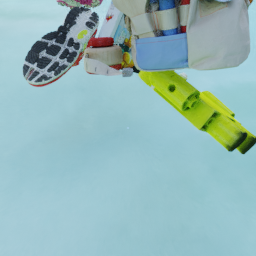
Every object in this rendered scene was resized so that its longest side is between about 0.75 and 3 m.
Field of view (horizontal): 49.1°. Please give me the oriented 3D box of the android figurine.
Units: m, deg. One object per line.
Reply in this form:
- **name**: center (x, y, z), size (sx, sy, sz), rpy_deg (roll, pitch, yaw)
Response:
- **android figurine**: center (0.843, -0.390, 3.698), size (1.665, 0.376, 1.829), rpy_deg (13, 31, -52)

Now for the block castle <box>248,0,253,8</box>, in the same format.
- **block castle**: center (2.143, -2.550, 5.624), size (0.560, 1.194, 0.798), rpy_deg (33, 6, 15)

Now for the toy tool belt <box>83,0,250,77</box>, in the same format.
- **toy tool belt**: center (0.341, -1.088, 2.668), size (1.650, 1.014, 1.030), rpy_deg (-3, 21, 5)

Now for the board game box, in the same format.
- **board game box**: center (0.468, -2.660, 6.372), size (1.826, 2.892, 0.500), rpy_deg (2, 34, -42)

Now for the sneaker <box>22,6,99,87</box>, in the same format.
- **sneaker**: center (-1.319, -1.621, 6.156), size (0.911, 1.005, 2.366), rpy_deg (29, 60, 7)

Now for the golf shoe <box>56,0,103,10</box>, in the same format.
- **golf shoe**: center (-1.367, -4.059, 8.062), size (0.907, 1.102, 2.408), rpy_deg (11, 10, -38)
